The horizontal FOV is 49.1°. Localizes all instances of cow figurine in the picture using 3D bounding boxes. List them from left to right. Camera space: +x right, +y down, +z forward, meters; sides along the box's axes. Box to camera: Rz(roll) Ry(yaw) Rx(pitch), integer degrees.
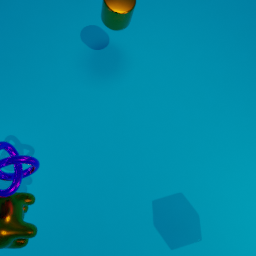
[{"bbox_3d":[-2.715,1.992,5.588,1.668,0.931,1.695,17,39,-36],"label":"cow figurine"}]

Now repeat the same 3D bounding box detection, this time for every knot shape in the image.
[{"bbox_3d":[-2.338,0.732,5.434,1.073,0.496,1.004,-33,119,-25],"label":"knot shape"}]

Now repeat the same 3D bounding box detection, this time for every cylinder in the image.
[{"bbox_3d":[-0.270,-3.191,7.463,0.854,0.854,0.854,2,79,-9],"label":"cylinder"}]
